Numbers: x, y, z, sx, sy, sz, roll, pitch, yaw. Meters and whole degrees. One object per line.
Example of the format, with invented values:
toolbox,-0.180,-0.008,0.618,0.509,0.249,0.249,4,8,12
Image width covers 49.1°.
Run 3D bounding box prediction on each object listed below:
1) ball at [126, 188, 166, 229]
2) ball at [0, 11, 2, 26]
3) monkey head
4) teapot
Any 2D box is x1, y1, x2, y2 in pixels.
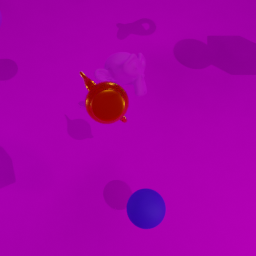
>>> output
ball,0.335,1.487,5.178,0.728,0.728,0.728,0,62,0
ball,-3.072,-2.316,5.766,0.866,0.866,0.866,0,62,0
monkey head,-0.039,-1.111,5.907,0.827,0.987,1.372,-8,12,35
teapot,-0.368,-0.452,4.428,0.686,1.103,0.540,-41,25,7
